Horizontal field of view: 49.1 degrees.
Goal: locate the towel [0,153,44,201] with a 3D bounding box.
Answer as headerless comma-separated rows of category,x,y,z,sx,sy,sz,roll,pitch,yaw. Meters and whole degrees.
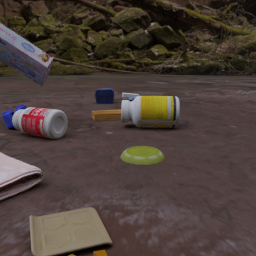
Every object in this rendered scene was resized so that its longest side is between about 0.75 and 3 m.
towel,-3.512,0.951,5.350,2.773,0.447,2.649,12,18,37

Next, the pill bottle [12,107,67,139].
pill bottle,-2.875,-0.188,9.058,1.651,0.927,0.927,7,15,25

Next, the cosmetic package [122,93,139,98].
cosmetic package,0.169,-2.095,18.205,1.045,0.265,0.431,3,10,-13

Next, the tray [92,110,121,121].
tray,-0.598,-0.564,11.906,1.771,0.328,0.873,-4,14,-15

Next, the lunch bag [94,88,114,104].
lunch bag,-1.393,-1.874,16.277,1.205,0.818,0.797,-2,13,1

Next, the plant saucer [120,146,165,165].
plant saucer,0.371,0.661,7.120,1.124,0.175,1.124,1,13,0

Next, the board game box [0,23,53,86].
board game box,-3.867,-2.575,10.105,2.191,0.451,2.185,32,-19,-14

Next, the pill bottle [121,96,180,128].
pill bottle,0.806,-0.593,10.223,2.048,1.147,1.147,1,14,3

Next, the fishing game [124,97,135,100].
fishing game,0.629,-1.869,17.476,1.781,0.277,1.275,4,11,17

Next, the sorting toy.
sorting toy,-0.750,1.493,3.715,1.019,0.183,1.368,0,13,-21

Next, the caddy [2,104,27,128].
caddy,-4.079,-0.377,10.378,0.942,0.700,1.333,-26,18,-14
